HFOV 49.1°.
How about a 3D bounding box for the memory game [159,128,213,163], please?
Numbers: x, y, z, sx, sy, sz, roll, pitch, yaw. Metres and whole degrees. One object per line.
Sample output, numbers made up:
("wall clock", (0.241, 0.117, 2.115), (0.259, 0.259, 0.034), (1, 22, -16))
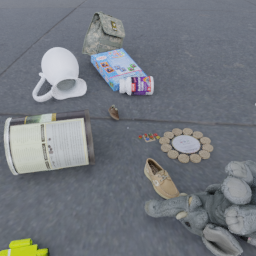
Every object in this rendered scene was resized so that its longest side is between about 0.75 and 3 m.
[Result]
("memory game", (2.148, 0.616, 10.353), (1.970, 0.125, 1.970), (1, 36, 0))

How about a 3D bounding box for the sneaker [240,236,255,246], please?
("sneaker", (3.348, 2.330, 7.551), (0.816, 0.688, 1.865), (14, 43, 8))

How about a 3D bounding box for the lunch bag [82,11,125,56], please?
("lunch bag", (-1.255, -5.138, 15.777), (1.421, 2.418, 1.983), (27, 20, 31))

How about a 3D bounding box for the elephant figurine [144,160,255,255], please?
("elephant figurine", (2.249, 2.146, 7.099), (2.036, 2.877, 2.232), (-10, 62, -41))

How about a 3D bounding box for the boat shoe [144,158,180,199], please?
("boat shoe", (1.009, 1.576, 8.716), (0.576, 0.522, 1.617), (-20, 41, -25))

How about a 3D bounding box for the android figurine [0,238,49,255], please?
("android figurine", (-2.629, 3.278, 6.621), (1.470, 0.302, 1.338), (-4, 37, -9))

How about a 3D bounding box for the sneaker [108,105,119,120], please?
("sneaker", (-0.570, -0.671, 11.723), (0.316, 0.339, 0.897), (20, 21, -38))

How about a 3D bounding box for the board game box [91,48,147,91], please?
("board game box", (-0.497, -3.097, 14.573), (1.941, 0.469, 2.566), (-20, 57, -24))

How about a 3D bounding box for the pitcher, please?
("pitcher", (-3.501, -2.520, 13.465), (2.468, 1.744, 2.876), (-19, 51, -9))

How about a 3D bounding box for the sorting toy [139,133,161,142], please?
("sorting toy", (0.836, 0.339, 10.718), (0.808, 0.137, 0.390), (-10, 38, -14))

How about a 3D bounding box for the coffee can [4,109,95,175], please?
("coffee can", (-2.438, 0.437, 9.115), (2.538, 1.857, 1.857), (-7, 37, -9))

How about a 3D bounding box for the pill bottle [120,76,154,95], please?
("pill bottle", (0.390, -1.988, 13.231), (1.555, 0.866, 0.866), (-2, 37, -3))
